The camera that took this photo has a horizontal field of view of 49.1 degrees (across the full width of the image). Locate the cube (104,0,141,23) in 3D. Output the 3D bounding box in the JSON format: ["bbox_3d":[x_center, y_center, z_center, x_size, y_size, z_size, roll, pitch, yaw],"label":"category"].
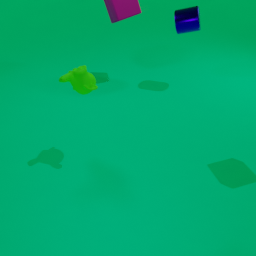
[{"bbox_3d":[-0.224,-4.639,10.594,0.983,0.983,0.983,-25,21,-12],"label":"cube"}]

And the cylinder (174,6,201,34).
[{"bbox_3d":[2.169,-3.908,10.162,0.847,0.847,0.847,-4,32,19],"label":"cylinder"}]

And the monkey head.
[{"bbox_3d":[-1.174,-1.066,6.609,0.788,0.660,1.096,-31,22,-26],"label":"monkey head"}]
